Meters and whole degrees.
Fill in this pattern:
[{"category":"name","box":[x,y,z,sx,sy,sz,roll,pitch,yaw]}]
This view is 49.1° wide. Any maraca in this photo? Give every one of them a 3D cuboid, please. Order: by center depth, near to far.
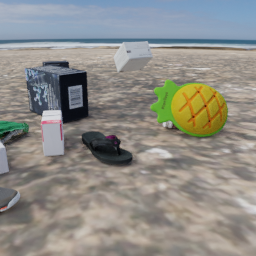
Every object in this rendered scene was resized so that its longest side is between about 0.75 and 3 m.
[{"category":"maraca","box":[2.290,-0.748,10.308,2.895,1.985,1.549,13,-11,-5]}]

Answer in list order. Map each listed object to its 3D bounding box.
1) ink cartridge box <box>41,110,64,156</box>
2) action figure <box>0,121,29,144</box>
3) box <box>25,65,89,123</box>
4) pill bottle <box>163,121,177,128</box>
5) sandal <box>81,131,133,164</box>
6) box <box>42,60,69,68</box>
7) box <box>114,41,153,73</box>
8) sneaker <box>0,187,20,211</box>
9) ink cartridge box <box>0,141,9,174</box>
[{"category":"ink cartridge box","box":[-2.462,0.125,9.228,0.629,1.080,1.492,-4,20,-12]},{"category":"action figure","box":[-4.586,0.173,9.623,1.608,0.744,2.722,13,17,35]},{"category":"box","box":[-3.190,-1.607,12.509,2.767,2.053,1.481,18,26,41]},{"category":"pill bottle","box":[1.844,-0.250,11.129,0.853,0.482,0.482,-4,21,-10]},{"category":"sandal","box":[-0.798,0.471,8.956,0.978,0.623,2.602,-13,24,-32]},{"category":"box","box":[-4.765,-3.624,18.657,1.621,1.593,1.004,-8,22,-23]},{"category":"box","box":[0.252,-3.732,14.774,1.496,0.983,1.504,-12,-12,-28]},{"category":"sneaker","box":[-3.395,1.408,6.184,1.916,0.785,0.738,0,20,0]},{"category":"ink cartridge box","box":[-3.778,0.767,7.933,0.452,0.777,1.074,-14,24,-33]}]
